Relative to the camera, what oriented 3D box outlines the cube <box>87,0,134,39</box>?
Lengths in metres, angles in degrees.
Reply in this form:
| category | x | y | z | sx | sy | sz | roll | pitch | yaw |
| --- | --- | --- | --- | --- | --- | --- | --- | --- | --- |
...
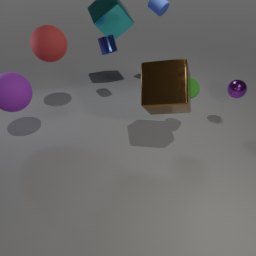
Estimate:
| category | x | y | z | sx | sy | sz | roll | pitch | yaw |
| --- | --- | --- | --- | --- | --- | --- | --- | --- | --- |
| cube | -0.799 | -5.204 | 12.975 | 1.400 | 1.400 | 1.400 | -34 | 53 | 18 |

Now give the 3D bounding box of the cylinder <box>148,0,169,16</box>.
| category | x | y | z | sx | sy | sz | roll | pitch | yaw |
| --- | --- | --- | --- | --- | --- | --- | --- | --- | --- |
| cylinder | 1.360 | -5.476 | 12.449 | 0.700 | 0.700 | 0.700 | 44 | 46 | 10 |

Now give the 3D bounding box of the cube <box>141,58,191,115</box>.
| category | x | y | z | sx | sy | sz | roll | pitch | yaw |
| --- | --- | --- | --- | --- | --- | --- | --- | --- | --- |
| cube | 1.248 | -1.262 | 8.974 | 1.400 | 1.400 | 1.400 | -2 | -9 | 16 |

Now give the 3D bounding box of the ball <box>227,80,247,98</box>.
| category | x | y | z | sx | sy | sz | roll | pitch | yaw |
| --- | --- | --- | --- | --- | --- | --- | --- | --- | --- |
| ball | 4.108 | -1.466 | 10.542 | 0.700 | 0.700 | 0.700 | 0 | 32 | 0 |

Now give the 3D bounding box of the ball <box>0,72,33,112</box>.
| category | x | y | z | sx | sy | sz | roll | pitch | yaw |
| --- | --- | --- | --- | --- | --- | --- | --- | --- | --- |
| ball | -4.114 | -1.261 | 9.900 | 1.400 | 1.400 | 1.400 | 0 | 32 | 0 |

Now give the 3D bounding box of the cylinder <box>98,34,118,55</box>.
| category | x | y | z | sx | sy | sz | roll | pitch | yaw |
| --- | --- | --- | --- | --- | --- | --- | --- | --- | --- |
| cylinder | -0.861 | -3.528 | 11.883 | 0.700 | 0.700 | 0.700 | -15 | 17 | 5 |

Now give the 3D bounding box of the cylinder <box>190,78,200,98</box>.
| category | x | y | z | sx | sy | sz | roll | pitch | yaw |
| --- | --- | --- | --- | --- | --- | --- | --- | --- | --- |
| cylinder | 2.167 | -1.397 | 9.914 | 0.700 | 0.700 | 0.700 | 9 | 7 | 15 |

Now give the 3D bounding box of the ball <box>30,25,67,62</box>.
| category | x | y | z | sx | sy | sz | roll | pitch | yaw |
| --- | --- | --- | --- | --- | --- | --- | --- | --- | --- |
| ball | -3.086 | -3.288 | 10.952 | 1.400 | 1.400 | 1.400 | 0 | 32 | 0 |
